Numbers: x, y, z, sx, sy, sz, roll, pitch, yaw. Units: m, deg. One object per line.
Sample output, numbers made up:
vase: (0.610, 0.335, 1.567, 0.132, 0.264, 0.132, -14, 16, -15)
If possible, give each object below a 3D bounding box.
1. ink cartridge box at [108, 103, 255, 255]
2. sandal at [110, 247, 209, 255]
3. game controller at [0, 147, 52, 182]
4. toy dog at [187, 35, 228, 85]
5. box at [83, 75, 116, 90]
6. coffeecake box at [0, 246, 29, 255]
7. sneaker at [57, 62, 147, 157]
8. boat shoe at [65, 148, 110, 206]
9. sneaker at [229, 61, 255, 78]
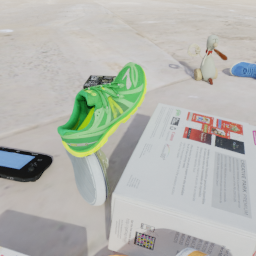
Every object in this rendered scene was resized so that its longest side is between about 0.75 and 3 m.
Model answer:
ink cartridge box: (1.296, 0.889, 4.592, 2.444, 1.168, 2.784, 14, 33, 13)
sandal: (0.375, 1.673, 2.766, 2.798, 0.802, 1.072, -6, 23, 43)
game controller: (-2.489, 0.703, 5.789, 1.753, 0.369, 0.915, 8, 31, 13)
toy dog: (2.884, -2.245, 9.870, 1.182, 1.792, 0.863, -24, 47, 8)
box: (-0.696, -1.262, 9.009, 1.282, 0.552, 1.050, 3, 30, 5)
coffeecake box: (-1.529, 2.218, 2.543, 1.613, 0.768, 2.101, 7, 26, 19)
sneaker: (-0.403, -0.442, 4.962, 0.776, 0.875, 2.095, 22, 67, 42)
boat shoe: (-0.716, 0.631, 5.522, 0.653, 0.758, 2.106, 4, 32, -29)
sneaker: (4.683, -2.138, 10.492, 1.548, 0.594, 0.861, 2, 21, -10)
